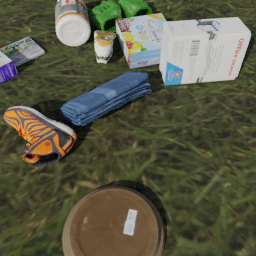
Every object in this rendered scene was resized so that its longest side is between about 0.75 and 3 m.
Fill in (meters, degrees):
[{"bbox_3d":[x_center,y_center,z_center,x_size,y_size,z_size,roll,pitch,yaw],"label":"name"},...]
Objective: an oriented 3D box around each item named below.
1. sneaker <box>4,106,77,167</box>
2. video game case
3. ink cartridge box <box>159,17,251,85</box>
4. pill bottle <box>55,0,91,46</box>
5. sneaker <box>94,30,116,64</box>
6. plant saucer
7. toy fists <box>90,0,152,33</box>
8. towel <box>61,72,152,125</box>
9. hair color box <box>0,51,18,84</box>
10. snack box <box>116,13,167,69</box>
[{"bbox_3d":[-2.928,0.260,8.379,2.499,0.969,1.400,19,53,14],"label":"sneaker"},{"bbox_3d":[-4.437,-3.159,11.625,1.483,0.163,1.352,-35,59,-23],"label":"video game case"},{"bbox_3d":[2.626,-2.729,10.080,2.739,2.005,1.176,-6,47,-6],"label":"ink cartridge box"},{"bbox_3d":[-2.424,-4.796,12.132,1.426,1.426,2.450,-8,53,-6],"label":"pill bottle"},{"bbox_3d":[-0.998,-3.280,11.297,0.872,1.011,2.305,8,30,0],"label":"sneaker"},{"bbox_3d":[-0.355,2.551,6.937,2.574,0.379,2.574,0,50,0],"label":"plant saucer"},{"bbox_3d":[-0.350,-5.325,12.835,2.857,0.982,1.456,-25,51,-17],"label":"toy fists"},{"bbox_3d":[-0.716,-0.993,9.310,2.875,0.698,1.605,-31,26,-22],"label":"towel"},{"bbox_3d":[-5.483,-1.974,10.316,1.261,0.748,2.308,37,62,25],"label":"hair color box"},{"bbox_3d":[0.775,-3.664,11.584,2.089,0.838,2.477,-11,53,-7],"label":"snack box"}]
